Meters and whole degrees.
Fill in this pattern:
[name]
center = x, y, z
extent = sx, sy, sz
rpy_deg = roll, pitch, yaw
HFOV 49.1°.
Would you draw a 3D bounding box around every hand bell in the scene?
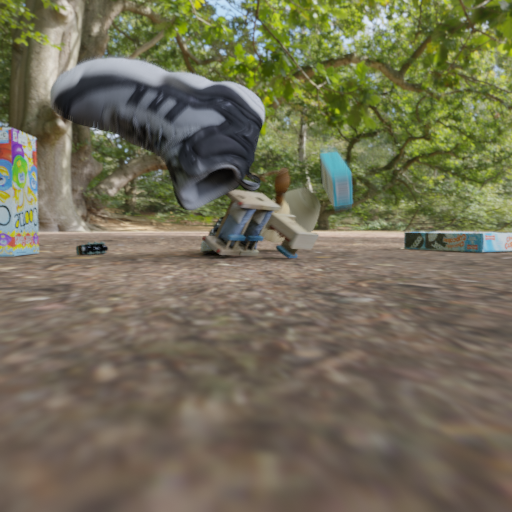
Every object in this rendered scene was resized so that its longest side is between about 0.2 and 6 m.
[hand bell]
center = 0.462, -1.086, 10.842
extent = 0.853, 0.853, 1.638
rpy_deg = 0, -34, -6

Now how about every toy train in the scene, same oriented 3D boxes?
[toy train]
center = -3.249, -0.131, 11.088
extent = 0.363, 0.272, 0.637
rpy_deg = -9, -2, 30

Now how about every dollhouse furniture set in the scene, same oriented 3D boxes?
[dollhouse furniture set]
center = 0.042, -0.327, 9.739
extent = 1.053, 1.060, 1.503
rpy_deg = 0, 32, -49

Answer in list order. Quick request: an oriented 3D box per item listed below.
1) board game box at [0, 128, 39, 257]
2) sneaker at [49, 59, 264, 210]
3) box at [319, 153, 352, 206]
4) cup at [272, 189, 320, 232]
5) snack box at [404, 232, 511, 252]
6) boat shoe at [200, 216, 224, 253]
[board game box]
center = -5.023, -1.185, 10.809
extent = 1.215, 2.359, 1.237
rpy_deg = 0, 3, 0
[sneaker]
center = -1.532, -1.891, 8.954
extent = 3.510, 1.998, 1.325
rpy_deg = 4, -28, -14
[box]
center = 1.683, -1.657, 11.924
extent = 0.412, 0.689, 1.675
rpy_deg = -7, 25, 1
[cup]
center = 0.920, -0.989, 12.338
extent = 1.173, 1.173, 0.839
rpy_deg = -3, -32, -47
[snack box]
center = 4.766, -0.339, 12.965
extent = 1.397, 0.446, 2.405
rpy_deg = -2, 4, -27
[boat shoe]
center = -0.577, -0.472, 11.974
extent = 0.973, 0.803, 2.835
rpy_deg = 0, 3, 6
